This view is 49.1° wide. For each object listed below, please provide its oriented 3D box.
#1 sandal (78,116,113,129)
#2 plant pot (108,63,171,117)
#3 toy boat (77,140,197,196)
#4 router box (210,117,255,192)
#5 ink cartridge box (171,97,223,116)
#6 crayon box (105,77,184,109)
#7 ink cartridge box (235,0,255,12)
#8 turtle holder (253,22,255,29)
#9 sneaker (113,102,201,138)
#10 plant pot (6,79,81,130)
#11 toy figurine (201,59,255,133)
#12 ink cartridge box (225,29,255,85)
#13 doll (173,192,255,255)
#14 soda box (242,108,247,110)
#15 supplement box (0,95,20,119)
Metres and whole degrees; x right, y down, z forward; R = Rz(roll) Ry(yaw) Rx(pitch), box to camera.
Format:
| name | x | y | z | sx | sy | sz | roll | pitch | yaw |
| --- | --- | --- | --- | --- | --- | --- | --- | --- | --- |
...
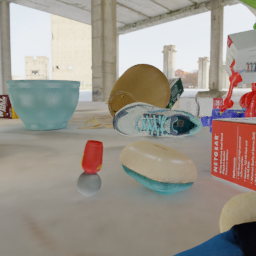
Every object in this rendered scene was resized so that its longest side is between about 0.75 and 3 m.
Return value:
| name | x | y | z | sx | sy | sz | roll | pitch | yaw |
| --- | --- | --- | --- | --- | --- | --- | --- | --- | --- |
| sandal | -0.852 | -0.168 | 7.677 | 1.051 | 0.346 | 0.385 | -1 | 7 | -12 |
| plant pot | 0.226 | -1.016 | 9.412 | 2.001 | 2.001 | 2.147 | 2 | 21 | 20 |
| toy boat | 0.051 | 0.391 | 2.624 | 1.047 | 0.487 | 0.880 | 6 | 8 | -24 |
| router box | 2.527 | 0.269 | 2.479 | 2.621 | 0.640 | 2.353 | -3 | 7 | -25 |
| ink cartridge box | 3.057 | -0.977 | 12.625 | 1.973 | 0.818 | 1.448 | 0 | 7 | -4 |
| crayon box | 0.706 | -1.348 | 12.264 | 2.986 | 0.758 | 1.896 | 2 | 38 | 38 |
| ink cartridge box | 2.471 | -2.722 | 5.124 | 2.206 | 2.985 | 1.131 | -7 | -30 | -45 |
| turtle holder | 3.574 | -2.706 | 6.952 | 0.713 | 1.003 | 0.762 | -40 | -19 | -2 |
| sneaker | 0.646 | -0.148 | 5.900 | 1.916 | 0.744 | 0.827 | -2 | 10 | -14 |
| plant pot | -2.242 | -0.629 | 7.600 | 1.918 | 1.285 | 1.918 | 1 | 7 | 0 |
| toy figurine | 2.230 | -0.299 | 4.930 | 2.599 | 1.371 | 1.557 | -2 | 1 | -21 |
| ink cartridge box | 2.342 | -1.394 | 5.584 | 0.618 | 0.855 | 0.621 | -11 | 47 | 4 |
| doll | 0.589 | 0.570 | 0.723 | 1.276 | 0.453 | 1.870 | 0 | 7 | 6 |
| soda box | 5.223 | -0.810 | 12.105 | 0.583 | 0.616 | 1.816 | 3 | 7 | 22 |
| supplement box | -4.598 | -0.909 | 11.568 | 1.400 | 0.930 | 1.381 | 4 | 7 | 29 |
